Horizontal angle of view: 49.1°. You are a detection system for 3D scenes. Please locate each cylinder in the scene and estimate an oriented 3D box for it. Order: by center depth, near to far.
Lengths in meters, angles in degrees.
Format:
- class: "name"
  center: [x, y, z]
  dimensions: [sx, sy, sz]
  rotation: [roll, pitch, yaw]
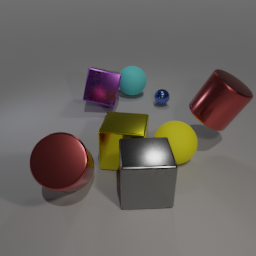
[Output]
- class: "cylinder"
  center: [-1.647, 0.940, 7.301]
  dimensions: [1.400, 1.400, 1.400]
  rotation: [0, -15, 0]
- class: "cylinder"
  center: [2.873, -0.867, 8.754]
  dimensions: [1.400, 1.400, 1.400]
  rotation: [22, 34, -16]

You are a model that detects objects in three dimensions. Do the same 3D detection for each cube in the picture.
- class: "cube"
  center: [0.479, 1.205, 7.643]
  dimensions: [1.400, 1.400, 1.400]
  rotation: [-2, 30, -3]
- class: "cube"
  center: [-0.100, 0.421, 9.015]
  dimensions: [1.400, 1.400, 1.400]
  rotation: [4, 30, 8]
- class: "cube"
  center: [-1.121, -1.846, 12.353]
  dimensions: [1.400, 1.400, 1.400]
  rotation: [11, 13, -6]

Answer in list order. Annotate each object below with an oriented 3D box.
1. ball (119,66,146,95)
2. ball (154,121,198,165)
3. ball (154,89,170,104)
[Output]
- class: "ball"
  center: [0.197, -2.301, 13.631]
  dimensions: [1.400, 1.400, 1.400]
  rotation: [0, 30, 0]
- class: "ball"
  center: [1.508, 0.471, 8.976]
  dimensions: [1.400, 1.400, 1.400]
  rotation: [0, 30, 0]
- class: "ball"
  center: [1.555, -1.428, 12.801]
  dimensions: [0.700, 0.700, 0.700]
  rotation: [0, 30, 0]
